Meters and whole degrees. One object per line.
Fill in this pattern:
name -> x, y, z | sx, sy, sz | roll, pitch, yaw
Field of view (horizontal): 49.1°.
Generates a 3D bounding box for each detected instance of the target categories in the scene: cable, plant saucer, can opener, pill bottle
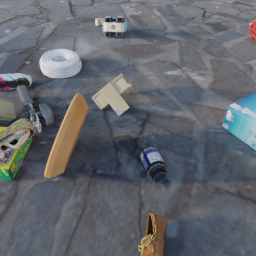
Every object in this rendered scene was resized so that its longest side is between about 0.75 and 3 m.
cable -> -3.391, -3.287, 14.193 | 2.067, 0.716, 2.066 | 8, 41, 10
plant saucer -> -1.819, 0.284, 8.640 | 0.509, 2.721, 2.721 | 20, 40, -8
can opener -> -3.744, -0.869, 11.356 | 0.960, 0.766, 2.871 | -15, 41, -24
pill bottle -> 0.839, 1.169, 9.030 | 0.638, 0.638, 1.141 | -10, 43, -12

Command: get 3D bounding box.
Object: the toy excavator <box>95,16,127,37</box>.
toy excavator -> -1.149, -6.645, 18.049 | 2.280, 1.171, 2.344 | 4, 27, 6

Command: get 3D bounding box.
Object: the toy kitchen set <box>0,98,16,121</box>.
toy kitchen set -> -5.592, -0.182, 10.738 | 1.854, 1.672, 1.512 | -19, 75, 27

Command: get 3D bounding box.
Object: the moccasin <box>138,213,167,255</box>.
moccasin -> 0.569, 2.861, 6.948 | 0.653, 0.619, 1.692 | 28, 43, -6

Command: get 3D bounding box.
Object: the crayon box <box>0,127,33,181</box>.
crayon box -> -4.176, 0.813, 9.479 | 1.192, 0.585, 2.007 | 3, 40, 3

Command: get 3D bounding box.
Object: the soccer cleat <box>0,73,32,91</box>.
soccer cleat -> -5.508, -2.161, 12.984 | 2.080, 0.727, 0.898 | 1, 30, -6

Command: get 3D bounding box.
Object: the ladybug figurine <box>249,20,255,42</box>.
ladybug figurine -> 7.780, -5.475, 16.240 | 0.751, 1.418, 2.089 | -25, 53, -13

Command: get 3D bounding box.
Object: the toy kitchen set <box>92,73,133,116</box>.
toy kitchen set -> -0.422, -1.244, 12.036 | 1.597, 1.441, 1.303 | -38, 88, 5

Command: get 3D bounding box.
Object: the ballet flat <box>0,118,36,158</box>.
ballet flat -> -3.935, 0.510, 8.802 | 0.828, 0.828, 2.344 | 28, 50, 29

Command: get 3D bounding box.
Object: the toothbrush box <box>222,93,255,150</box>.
toothbrush box -> 5.009, -0.102, 10.210 | 1.757, 1.024, 2.400 | -25, 46, -26
